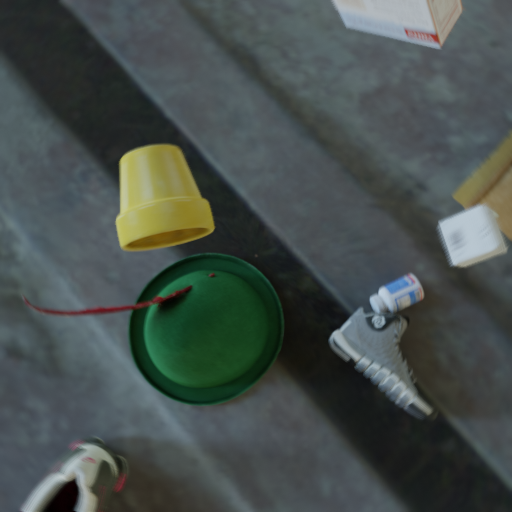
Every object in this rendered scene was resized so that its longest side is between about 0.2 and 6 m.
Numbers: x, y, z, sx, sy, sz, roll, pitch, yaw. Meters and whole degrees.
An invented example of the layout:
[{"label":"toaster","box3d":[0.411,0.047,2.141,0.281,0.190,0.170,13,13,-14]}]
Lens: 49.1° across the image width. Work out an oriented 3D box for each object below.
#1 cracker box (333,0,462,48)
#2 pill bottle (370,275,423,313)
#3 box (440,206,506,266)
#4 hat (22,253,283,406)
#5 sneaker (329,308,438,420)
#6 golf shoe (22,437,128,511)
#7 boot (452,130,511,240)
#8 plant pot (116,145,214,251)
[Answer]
[{"label":"cracker box","box3d":[1.469,-3.552,6.675,1.516,2.263,0.653,29,87,33]},{"label":"pill bottle","box3d":[2.222,0.645,8.912,0.768,0.431,0.431,-24,78,-5]},{"label":"box","box3d":[2.519,-0.221,6.519,0.538,0.352,0.535,-26,70,36]},{"label":"hat","box3d":[-0.947,0.974,7.762,2.855,2.513,2.365,-32,79,-7]},{"label":"sneaker","box3d":[2.188,1.514,8.578,1.950,0.732,1.126,39,78,9]},{"label":"golf shoe","box3d":[-3.057,4.057,7.652,1.256,1.433,3.253,26,80,5]},{"label":"boot","box3d":[5.644,-0.803,8.868,3.920,1.296,3.433,42,93,10]},{"label":"plant pot","box3d":[-1.207,-0.724,6.957,1.172,1.172,1.102,-14,84,-3]}]
